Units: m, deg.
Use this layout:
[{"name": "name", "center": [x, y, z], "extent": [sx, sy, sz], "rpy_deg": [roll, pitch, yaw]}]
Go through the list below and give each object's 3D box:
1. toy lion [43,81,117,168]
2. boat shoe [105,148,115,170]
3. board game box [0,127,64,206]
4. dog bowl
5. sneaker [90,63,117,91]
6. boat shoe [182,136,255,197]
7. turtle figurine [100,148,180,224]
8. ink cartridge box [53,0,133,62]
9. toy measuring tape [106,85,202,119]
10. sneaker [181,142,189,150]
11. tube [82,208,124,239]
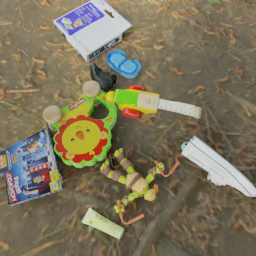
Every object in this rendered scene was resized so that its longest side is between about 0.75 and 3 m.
[{"name": "toy lion", "center": [-1.534, -0.045, 10.244], "extent": [2.828, 0.971, 2.711], "rpy_deg": [-37, 68, -17]}, {"name": "boat shoe", "center": [-0.662, 1.017, 10.094], "extent": [0.375, 0.375, 1.065], "rpy_deg": [-20, 66, -7]}, {"name": "board game box", "center": [-3.596, 1.425, 9.699], "extent": [2.351, 0.726, 2.353], "rpy_deg": [-16, 65, -7]}, {"name": "dog bowl", "center": [-0.191, -2.677, 11.897], "extent": [1.580, 0.392, 0.881], "rpy_deg": [37, 69, 17]}, {"name": "sneaker", "center": [-1.022, -2.147, 11.564], "extent": [0.878, 0.586, 1.532], "rpy_deg": [-16, 54, -25]}, {"name": "boat shoe", "center": [3.111, 1.483, 9.655], "extent": [2.802, 1.031, 0.916], "rpy_deg": [41, 100, 13]}, {"name": "turtle figurine", "center": [0.275, 1.686, 9.490], "extent": [2.176, 0.869, 2.699], "rpy_deg": [40, 78, 21]}, {"name": "ink cartridge box", "center": [-1.570, -4.568, 12.708], "extent": [2.606, 0.565, 2.582], "rpy_deg": [-37, 70, -14]}, {"name": "toy measuring tape", "center": [0.710, -0.654, 8.286], "extent": [2.762, 1.016, 1.016], "rpy_deg": [11, 64, 0]}, {"name": "sneaker", "center": [2.464, 0.702, 10.236], "extent": [0.974, 0.399, 0.360], "rpy_deg": [2, 65, 1]}, {"name": "tube", "center": [-0.802, 3.134, 9.100], "extent": [1.373, 0.356, 0.398], "rpy_deg": [23, 28, 16]}]
